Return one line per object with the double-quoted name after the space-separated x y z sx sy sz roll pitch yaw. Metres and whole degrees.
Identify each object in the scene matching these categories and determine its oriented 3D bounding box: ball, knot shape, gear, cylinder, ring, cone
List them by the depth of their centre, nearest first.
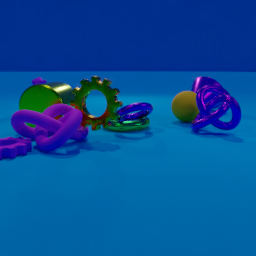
-2.549 0.398 5.778 1.056 0.195 1.056 -1 12 0 "gear"
-1.805 -0.058 6.397 1.668 0.824 1.782 0 13 1 "knot shape"
-0.748 -0.571 6.558 1.235 1.235 0.228 4 8 19 "gear"
2.348 -0.455 7.351 0.667 1.443 1.350 31 -5 -41 "knot shape"
0.163 -0.419 7.526 1.053 0.211 1.053 -13 -14 -3 "ring"
-2.209 -0.643 7.987 1.275 1.275 1.275 2 13 9 "cylinder"
-0.060 -0.168 8.107 1.401 0.280 1.401 -1 13 0 "ring"
1.858 -0.681 8.828 0.972 0.972 0.972 0 13 0 "ball"
2.707 -0.961 10.711 1.475 1.475 1.481 13 45 45 "cone"

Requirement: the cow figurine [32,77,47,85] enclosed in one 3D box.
-3.262 -1.393 10.676 0.577 1.052 1.035 -30 10 -17 "cow figurine"
